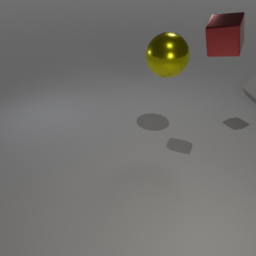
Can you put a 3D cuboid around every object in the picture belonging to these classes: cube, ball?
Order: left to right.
[{"bbox_3d":[1.251,-2.295,8.857,1.400,1.400,1.400,0,29,0],"label":"ball"},{"bbox_3d":[2.155,-2.058,6.196,0.700,0.700,0.700,7,45,27],"label":"cube"},{"bbox_3d":[4.646,-1.358,10.012,0.700,0.700,0.700,30,21,-51],"label":"cube"}]
